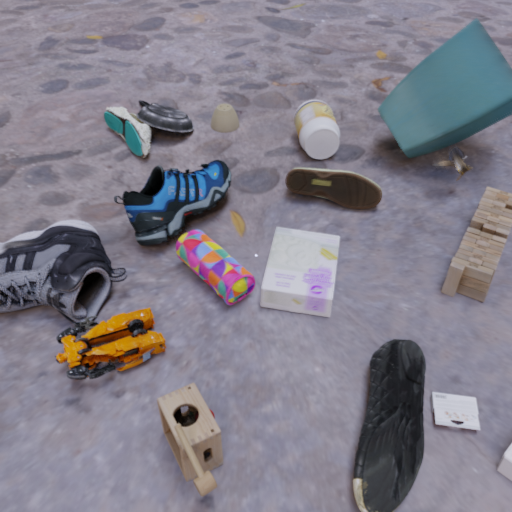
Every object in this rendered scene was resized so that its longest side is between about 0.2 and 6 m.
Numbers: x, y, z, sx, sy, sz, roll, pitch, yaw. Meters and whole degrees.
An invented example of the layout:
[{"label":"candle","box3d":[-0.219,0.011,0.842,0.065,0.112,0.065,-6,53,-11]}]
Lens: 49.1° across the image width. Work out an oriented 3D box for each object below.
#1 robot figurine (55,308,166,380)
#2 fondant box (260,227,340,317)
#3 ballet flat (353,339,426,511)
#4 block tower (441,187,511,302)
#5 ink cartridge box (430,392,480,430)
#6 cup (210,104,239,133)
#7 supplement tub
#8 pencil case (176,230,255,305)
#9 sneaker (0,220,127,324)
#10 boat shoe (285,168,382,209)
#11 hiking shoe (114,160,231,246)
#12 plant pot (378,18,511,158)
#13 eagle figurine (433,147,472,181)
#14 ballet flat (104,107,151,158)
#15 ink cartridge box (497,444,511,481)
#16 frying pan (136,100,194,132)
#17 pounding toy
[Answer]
[{"label":"robot figurine","box3d":[-2.530,1.549,9.654,1.779,0.518,1.290,-17,45,-19]},{"label":"fondant box","box3d":[0.899,0.276,11.022,1.339,0.540,1.855,8,44,6]},{"label":"ballet flat","box3d":[2.015,2.559,8.549,0.985,0.842,2.963,36,48,-11]},{"label":"block tower","box3d":[4.670,-0.266,11.454,0.845,0.790,2.924,22,47,24]},{"label":"ink cartridge box","box3d":[3.156,2.489,8.887,0.698,0.152,0.606,6,43,7]},{"label":"cup","box3d":[-0.879,-3.893,15.626,0.816,0.584,0.816,0,41,0]},{"label":"supplement tub","box3d":[1.593,-3.283,14.585,1.059,1.059,1.467,-4,43,-4]},{"label":"pencil case","box3d":[-0.823,0.199,10.965,0.808,0.808,1.828,-27,49,-27]},{"label":"sneaker","box3d":[-4.085,0.588,10.098,3.463,1.307,1.971,-28,47,-31]},{"label":"boat shoe","box3d":[1.833,-1.676,13.085,2.235,0.801,0.851,16,16,7]},{"label":"hiking shoe","box3d":[-1.624,-1.492,12.208,1.129,1.316,3.035,-1,34,39]},{"label":"plant pot","box3d":[4.579,-3.743,13.627,2.859,2.021,2.020,-32,80,18]},{"label":"eagle figurine","box3d":[4.521,-2.129,12.775,0.787,0.597,0.594,28,7,-13]},{"label":"ballet flat","box3d":[-3.263,-3.419,14.935,0.839,0.839,2.338,-26,50,-26]},{"label":"ink cartridge box","box3d":[4.144,3.064,8.028,0.756,0.441,1.045,-34,52,-32]},{"label":"frying pan","box3d":[-2.542,-4.029,15.805,1.593,0.429,2.633,10,28,-14]},{"label":"pounding toy","box3d":[-0.786,2.584,7.887,0.694,1.333,1.518,-20,46,-21]}]
